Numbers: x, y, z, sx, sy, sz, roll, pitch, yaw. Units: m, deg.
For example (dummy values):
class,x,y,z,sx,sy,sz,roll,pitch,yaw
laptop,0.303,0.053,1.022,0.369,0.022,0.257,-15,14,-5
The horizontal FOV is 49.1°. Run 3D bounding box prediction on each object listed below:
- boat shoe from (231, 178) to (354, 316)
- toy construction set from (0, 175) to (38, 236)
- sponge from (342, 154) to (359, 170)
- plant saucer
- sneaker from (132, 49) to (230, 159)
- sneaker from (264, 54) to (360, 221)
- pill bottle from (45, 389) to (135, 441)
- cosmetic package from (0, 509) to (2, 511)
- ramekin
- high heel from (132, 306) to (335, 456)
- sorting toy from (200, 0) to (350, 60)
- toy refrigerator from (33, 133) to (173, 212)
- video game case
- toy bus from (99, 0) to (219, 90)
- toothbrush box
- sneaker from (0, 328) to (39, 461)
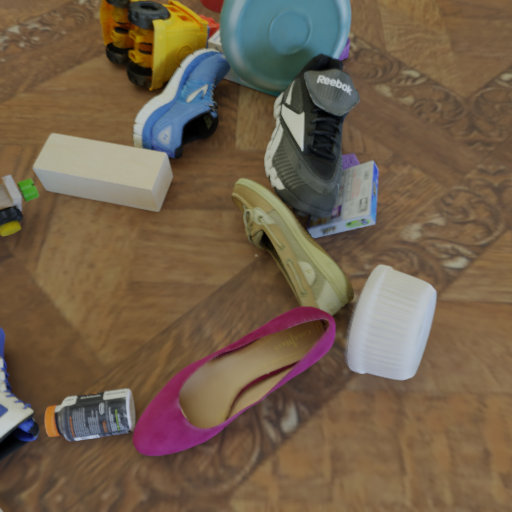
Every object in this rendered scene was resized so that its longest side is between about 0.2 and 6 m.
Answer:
class,x,y,z,sx,sy,sz,roll,pitch,yaw
boat shoe,0.360,-0.125,8.766,0.853,0.988,2.710,-37,71,-8
toy construction set,-4.781,-1.392,8.602,2.317,3.015,2.514,-19,64,-19
sponge,1.474,-1.632,10.336,0.854,0.127,0.477,-11,54,-7
plant saucer,0.586,-4.159,10.297,2.512,2.512,0.344,-10,39,-7
sneaker,-1.167,-2.849,10.797,1.237,1.090,2.775,28,64,5
sneaker,1.000,-2.237,9.427,1.233,1.679,3.710,19,43,-15
pill bottle,-2.175,2.100,7.348,1.085,0.576,0.576,-7,54,-5
cosmetic package,-3.400,3.428,6.533,1.385,0.358,1.044,35,59,23
ramekin,1.867,0.942,7.546,0.795,1.515,1.515,16,55,24
high heel,-0.319,1.543,7.053,2.918,1.402,0.984,-36,81,-13
sorting toy,0.370,-5.934,12.602,1.544,1.534,4.454,-37,61,-24
toy refrigerator,-2.649,-1.446,9.839,2.161,0.756,0.820,10,62,8
video game case,1.469,-0.946,9.435,1.112,0.279,1.227,-12,48,30
toy bus,-1.948,-4.768,11.880,2.196,1.553,2.288,-24,54,-32
toothbrush box,0.191,-4.257,11.796,1.979,0.844,1.449,24,57,18
sneaker,-3.424,1.976,7.391,1.197,0.837,2.073,7,47,-11
